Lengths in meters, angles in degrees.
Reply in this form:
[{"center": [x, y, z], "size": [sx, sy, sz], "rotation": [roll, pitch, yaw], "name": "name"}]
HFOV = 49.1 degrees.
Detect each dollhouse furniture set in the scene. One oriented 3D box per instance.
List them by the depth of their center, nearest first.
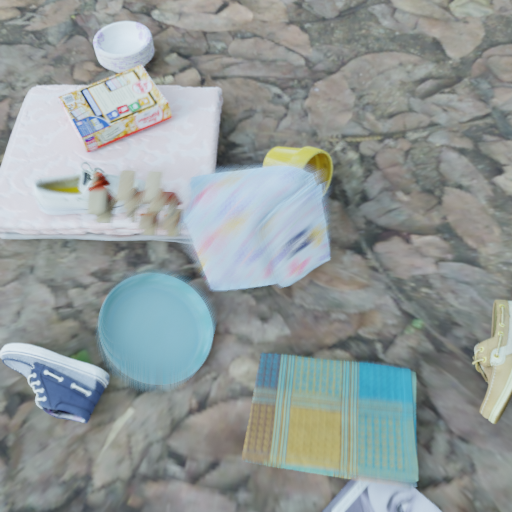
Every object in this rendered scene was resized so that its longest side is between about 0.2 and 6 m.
[{"center": [-1.880, -0.911, 8.760], "size": [1.401, 1.416, 0.729], "rotation": [3, 72, 7], "name": "dollhouse furniture set"}]

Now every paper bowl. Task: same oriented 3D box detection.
[{"center": [-2.927, -4.585, 12.508], "size": [1.284, 0.668, 1.284], "rotation": [0, 56, 0], "name": "paper bowl"}]

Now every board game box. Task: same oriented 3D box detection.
[{"center": [-2.687, -2.838, 10.679], "size": [1.747, 0.405, 1.324], "rotation": [-26, 60, -13], "name": "board game box"}]

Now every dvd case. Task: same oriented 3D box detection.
[{"center": [1.814, 3.804, 6.953], "size": [1.652, 0.177, 2.222], "rotation": [-38, 52, -23], "name": "dvd case"}]

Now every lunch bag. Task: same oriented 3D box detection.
[{"center": [0.075, -0.408, 8.803], "size": [2.042, 1.732, 1.298], "rotation": [-6, 47, 8], "name": "lunch bag"}]

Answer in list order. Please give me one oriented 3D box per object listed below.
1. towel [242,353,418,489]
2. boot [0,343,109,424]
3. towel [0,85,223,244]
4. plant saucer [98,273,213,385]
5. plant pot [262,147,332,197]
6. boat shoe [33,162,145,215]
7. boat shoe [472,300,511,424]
[{"center": [1.095, 2.285, 8.055], "size": [2.366, 0.257, 1.735], "rotation": [4, 52, 10], "name": "towel"}, {"center": [-3.105, 1.864, 8.237], "size": [1.712, 0.623, 0.773], "rotation": [13, 52, 8], "name": "boot"}, {"center": [-2.714, -1.895, 10.732], "size": [3.995, 0.644, 3.815], "rotation": [1, 57, 0], "name": "towel"}, {"center": [-1.534, 1.120, 8.603], "size": [1.771, 0.243, 1.771], "rotation": [12, 59, -20], "name": "plant saucer"}, {"center": [0.700, -1.553, 10.333], "size": [1.007, 1.070, 1.070], "rotation": [28, 60, 34], "name": "plant pot"}, {"center": [-2.778, -1.192, 9.386], "size": [1.882, 0.802, 0.695], "rotation": [-3, 56, -5], "name": "boat shoe"}, {"center": [3.646, 1.532, 8.464], "size": [0.688, 0.767, 2.072], "rotation": [18, 54, 23], "name": "boat shoe"}]
